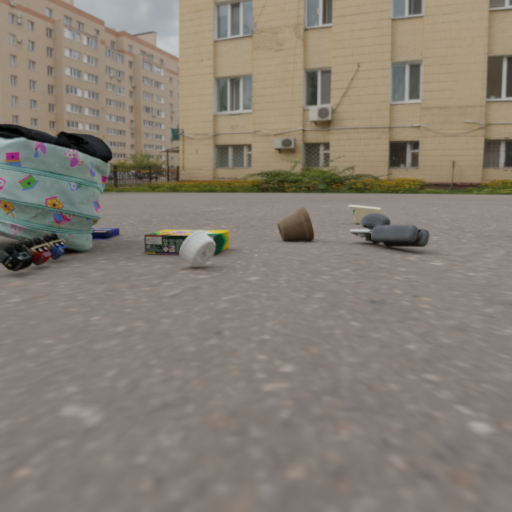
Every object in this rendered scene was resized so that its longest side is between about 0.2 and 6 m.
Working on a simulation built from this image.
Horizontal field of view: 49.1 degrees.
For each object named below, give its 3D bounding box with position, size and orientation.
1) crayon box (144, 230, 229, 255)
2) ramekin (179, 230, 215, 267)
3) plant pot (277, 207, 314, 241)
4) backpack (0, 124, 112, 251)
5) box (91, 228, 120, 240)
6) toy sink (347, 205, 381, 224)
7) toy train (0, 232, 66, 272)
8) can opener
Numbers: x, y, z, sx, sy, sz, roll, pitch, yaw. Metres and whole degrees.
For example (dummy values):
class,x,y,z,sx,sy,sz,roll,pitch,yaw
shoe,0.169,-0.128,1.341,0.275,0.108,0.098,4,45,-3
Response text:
class,x,y,z,sx,sy,sz,roll,pitch,yaw
crayon box,-1.281,-0.276,10.608,1.333,0.388,1.150,2,9,10
ramekin,-0.887,-0.092,8.631,0.272,0.557,0.557,37,26,25
plant pot,0.848,-0.625,12.329,0.669,0.767,0.767,-17,10,-6
backpack,-4.400,-1.392,11.137,3.080,2.336,3.691,2,6,-43
box,-3.719,-0.521,13.156,0.735,0.197,1.213,0,9,0
toy sink,3.242,-1.217,16.905,0.947,0.531,0.617,8,10,18
toy train,-3.411,-0.060,8.700,0.317,0.426,1.859,-44,4,9
can opener,2.632,-0.568,11.169,0.560,0.702,2.099,17,-5,-22
